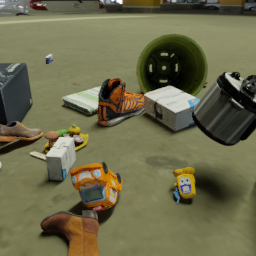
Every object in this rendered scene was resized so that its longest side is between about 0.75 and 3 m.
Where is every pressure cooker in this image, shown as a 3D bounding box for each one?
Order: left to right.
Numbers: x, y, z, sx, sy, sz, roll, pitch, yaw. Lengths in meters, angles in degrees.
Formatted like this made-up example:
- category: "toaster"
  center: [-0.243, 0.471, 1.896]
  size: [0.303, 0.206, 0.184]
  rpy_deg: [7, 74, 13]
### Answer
- category: "pressure cooker"
  center: [2.159, -0.476, 5.753]
  size: [1.258, 1.408, 1.238]
  rpy_deg: [15, 35, -27]

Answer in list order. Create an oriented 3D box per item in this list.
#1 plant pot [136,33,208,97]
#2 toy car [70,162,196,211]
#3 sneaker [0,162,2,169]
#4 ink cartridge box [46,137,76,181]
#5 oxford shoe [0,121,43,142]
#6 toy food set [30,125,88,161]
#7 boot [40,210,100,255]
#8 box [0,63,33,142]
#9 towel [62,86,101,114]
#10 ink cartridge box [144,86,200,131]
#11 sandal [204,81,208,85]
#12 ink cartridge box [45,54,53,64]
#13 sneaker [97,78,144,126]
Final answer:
- category: "plant pot"
  center: [1.547, -2.313, 10.922]
  size: [2.516, 2.516, 2.390]
  rpy_deg: [0, 16, 0]
- category: "toy car"
  center: [0.181, 1.103, 5.317]
  size: [2.429, 1.192, 0.808]
  rpy_deg: [-6, 59, 2]
- category: "sneaker"
  center: [-3.372, 0.929, 6.432]
  size: [0.831, 0.313, 0.366]
  rpy_deg: [-7, 28, -13]
- category: "ink cartridge box"
  center: [-1.540, 0.697, 6.514]
  size: [0.373, 0.645, 0.884]
  rpy_deg: [3, 26, 7]
- category: "oxford shoe"
  center: [-2.919, 0.070, 7.656]
  size: [0.486, 0.497, 1.364]
  rpy_deg: [11, 9, 35]
- category: "toy food set"
  center: [-1.747, 0.299, 7.446]
  size: [0.915, 0.508, 1.556]
  rpy_deg: [19, 32, 32]
- category: "boot"
  center: [-0.965, 1.917, 4.613]
  size: [1.027, 0.374, 1.091]
  rpy_deg: [1, 35, -10]
- category: "box"
  center: [-4.702, -0.889, 8.559]
  size: [2.797, 1.642, 2.751]
  rpy_deg: [-1, 27, -5]
- category: "towel"
  center: [-1.142, -1.061, 10.452]
  size: [1.599, 0.329, 2.144]
  rpy_deg: [24, 33, 35]
- category: "ink cartridge box"
  center: [1.454, -0.685, 9.070]
  size: [1.192, 0.688, 1.644]
  rpy_deg: [-20, 35, -25]
- category: "sandal"
  center: [2.696, -2.148, 12.336]
  size: [1.611, 0.440, 0.658]
  rpy_deg: [20, 33, 34]
- category: "ink cartridge box"
  center: [-4.479, -3.929, 15.937]
  size: [0.168, 0.358, 0.761]
  rpy_deg: [2, 28, 4]
- category: "sneaker"
  center: [-0.109, -1.054, 9.217]
  size: [0.908, 1.312, 2.341]
  rpy_deg: [16, 31, 29]
